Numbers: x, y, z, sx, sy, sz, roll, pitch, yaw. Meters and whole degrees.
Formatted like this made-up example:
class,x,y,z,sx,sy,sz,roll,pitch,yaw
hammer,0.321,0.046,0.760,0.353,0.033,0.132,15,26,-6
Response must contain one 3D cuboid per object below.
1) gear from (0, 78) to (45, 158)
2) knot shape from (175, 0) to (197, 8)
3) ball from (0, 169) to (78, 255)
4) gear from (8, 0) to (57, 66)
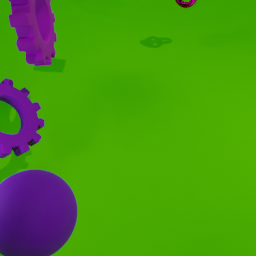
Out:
class,x,y,z,sx,sy,sz,roll,pitch,yaw
gear,-2.711,-0.244,6.157,0.328,1.775,1.775,-25,39,35
knot shape,2.265,-4.856,9.577,1.332,1.246,0.615,-17,55,-11
ball,-1.381,1.247,4.076,1.275,1.275,1.275,0,50,0
gear,-1.957,-2.307,5.923,0.354,1.912,1.912,-3,50,2
